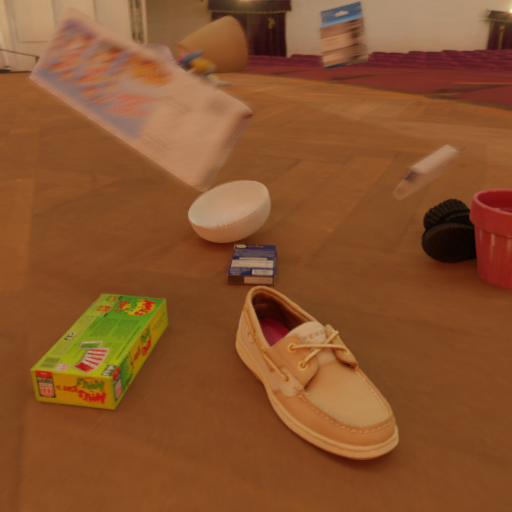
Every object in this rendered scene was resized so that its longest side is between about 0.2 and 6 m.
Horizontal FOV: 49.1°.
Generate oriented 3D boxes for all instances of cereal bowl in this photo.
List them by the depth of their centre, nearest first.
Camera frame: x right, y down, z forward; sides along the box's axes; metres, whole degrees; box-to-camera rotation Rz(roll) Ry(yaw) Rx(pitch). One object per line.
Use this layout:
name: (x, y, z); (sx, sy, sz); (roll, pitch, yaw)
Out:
cereal bowl: (-0.481, -0.809, 11.445); (1.691, 0.704, 1.691); (-14, 34, 10)

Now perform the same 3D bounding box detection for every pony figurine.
pony figurine: (-1.447, -2.804, 9.358); (1.906, 1.644, 1.974); (-6, 14, 7)

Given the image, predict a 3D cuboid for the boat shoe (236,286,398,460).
boat shoe: (0.569, 1.231, 6.698); (1.059, 0.994, 2.874); (-14, 27, -28)

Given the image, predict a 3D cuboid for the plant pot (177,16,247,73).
plant pot: (-1.071, -4.659, 12.691); (1.307, 1.224, 1.224); (-23, 31, -24)

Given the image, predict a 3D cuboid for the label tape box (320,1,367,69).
label tape box: (1.567, -4.005, 10.149); (0.754, 1.052, 0.348); (-6, 10, 20)

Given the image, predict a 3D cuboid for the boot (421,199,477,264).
boot: (3.714, -0.538, 10.950); (2.064, 0.777, 1.543); (0, 28, -27)

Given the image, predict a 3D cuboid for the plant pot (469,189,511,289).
plant pot: (4.445, -0.272, 9.622); (1.569, 1.405, 1.569); (-1, 23, 0)

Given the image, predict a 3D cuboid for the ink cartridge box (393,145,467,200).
ink cartridge box: (2.813, -1.404, 9.157); (1.009, 0.990, 0.218); (-32, 77, -15)

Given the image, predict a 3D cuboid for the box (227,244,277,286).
box: (-0.047, 0.143, 10.145); (0.828, 0.221, 1.366); (2, 25, 3)

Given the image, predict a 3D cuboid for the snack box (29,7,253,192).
snack box: (-1.740, -2.286, 7.932); (3.468, 1.247, 0.422); (35, 7, 21)

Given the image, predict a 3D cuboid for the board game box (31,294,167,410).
board game box: (-1.982, 1.187, 7.458); (1.010, 0.473, 1.988); (4, 24, 9)
